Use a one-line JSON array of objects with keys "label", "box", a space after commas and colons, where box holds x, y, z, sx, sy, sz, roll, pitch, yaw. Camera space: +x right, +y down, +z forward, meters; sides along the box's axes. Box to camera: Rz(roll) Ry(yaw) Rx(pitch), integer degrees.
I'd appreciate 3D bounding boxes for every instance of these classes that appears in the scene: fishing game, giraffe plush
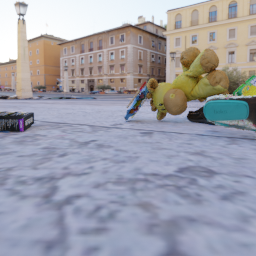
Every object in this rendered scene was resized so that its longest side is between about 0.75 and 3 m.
[{"label": "fishing game", "box": [0.347, -0.777, 9.350, 0.306, 1.408, 1.967, 36, -7, 9]}, {"label": "giraffe plush", "box": [1.693, -1.221, 9.066, 2.053, 2.185, 2.532, -30, 11, -12]}]

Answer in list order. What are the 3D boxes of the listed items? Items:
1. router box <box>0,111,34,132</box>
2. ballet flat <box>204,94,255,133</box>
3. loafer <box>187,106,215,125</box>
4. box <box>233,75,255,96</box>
[{"label": "router box", "box": [-3.137, -0.194, 7.309, 1.093, 0.374, 1.466, 1, 9, -9]}, {"label": "ballet flat", "box": [2.706, -0.324, 5.684, 0.792, 0.937, 2.478, -15, 23, -37]}, {"label": "loafer", "box": [2.465, -0.446, 8.780, 0.595, 0.581, 1.630, -2, 8, -27]}, {"label": "box", "box": [4.277, -1.020, 8.654, 1.089, 0.449, 1.856, -41, 48, -5]}]
